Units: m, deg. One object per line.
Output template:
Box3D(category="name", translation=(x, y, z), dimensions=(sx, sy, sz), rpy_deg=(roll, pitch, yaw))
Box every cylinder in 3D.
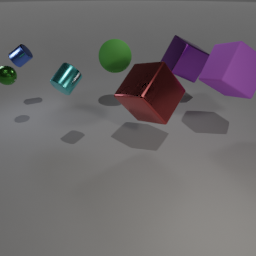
Box3D(category="cylinder", translation=(-1.834, -1.450, 8.314), dimensions=(0.700, 0.700, 0.700), rpy_deg=(21, 72, 34))
Box3D(category="cylinder", translation=(-4.490, -3.023, 11.731), dimensions=(0.700, 0.700, 0.700), rpy_deg=(-34, 26, 11))

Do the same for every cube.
Box3D(category="cube", translation=(0.706, -1.118, 9.012), dimensions=(1.400, 1.400, 1.400), rpy_deg=(11, 64, 51))
Box3D(category="cube", translation=(3.599, -1.973, 9.647), dimensions=(1.400, 1.400, 1.400), rpy_deg=(25, 2, -22))
Box3D(category="cube", translation=(2.587, -3.142, 12.747), dimensions=(1.400, 1.400, 1.400), rpy_deg=(17, 27, -26))

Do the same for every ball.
Box3D(category="ball", translation=(-0.547, -3.046, 11.874), dimensions=(1.400, 1.400, 1.400), rpy_deg=(0, 28, 0))
Box3D(category="ball", translation=(-4.391, -1.903, 10.146), dimensions=(0.700, 0.700, 0.700), rpy_deg=(0, 28, 0))
